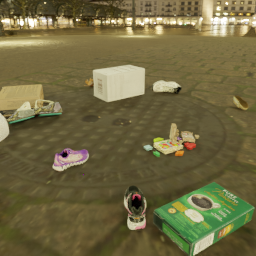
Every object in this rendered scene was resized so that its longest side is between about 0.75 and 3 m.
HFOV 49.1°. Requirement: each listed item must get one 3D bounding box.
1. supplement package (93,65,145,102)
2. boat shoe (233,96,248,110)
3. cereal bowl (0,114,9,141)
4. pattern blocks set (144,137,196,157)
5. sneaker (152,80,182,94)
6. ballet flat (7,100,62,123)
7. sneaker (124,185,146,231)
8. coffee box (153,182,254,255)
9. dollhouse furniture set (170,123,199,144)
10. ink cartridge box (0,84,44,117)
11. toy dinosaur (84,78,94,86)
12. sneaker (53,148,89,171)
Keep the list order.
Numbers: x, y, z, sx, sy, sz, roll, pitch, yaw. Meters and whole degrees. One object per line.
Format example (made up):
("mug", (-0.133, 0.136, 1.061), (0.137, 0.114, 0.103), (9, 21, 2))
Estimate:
("supplement package", (-0.417, -2.191, 13.462), (2.206, 1.290, 1.294), (-16, 28, -33))
("boat shoe", (4.804, -1.021, 11.960), (0.363, 0.326, 0.981), (-2, 37, -6))
("cereal bowl", (-5.072, -0.135, 9.055), (2.177, 0.907, 2.177), (2, 24, -1))
("pattern blocks set", (1.244, 0.544, 8.545), (1.384, 0.112, 1.216), (-19, 29, -37))
("sneaker", (2.007, -2.028, 14.008), (1.519, 0.573, 0.874), (-8, 22, -23))
("ballet flat", (-3.569, -0.689, 10.643), (2.074, 0.746, 0.746), (-14, 27, -30))
("sneaker", (0.185, 1.505, 5.766), (0.479, 0.515, 1.192), (-2, 22, -7))
("coffee box", (1.485, 1.704, 5.464), (1.723, 0.379, 1.059), (-16, 28, -31))
("dollhouse furniture set", (1.833, 0.181, 8.760), (0.972, 0.474, 0.829), (5, 19, 0))
("ink cartridge box", (-4.483, -1.197, 11.785), (1.695, 0.773, 2.058), (-6, 24, -11))
("toy dinosaur", (-1.996, -2.416, 15.270), (0.843, 0.479, 1.587), (-26, 20, -5))
("sneaker", (-1.532, 0.755, 7.580), (1.090, 0.482, 0.439), (-20, 29, -41))
